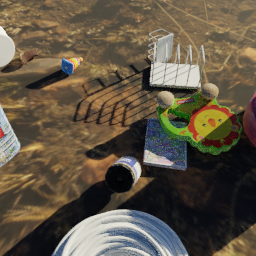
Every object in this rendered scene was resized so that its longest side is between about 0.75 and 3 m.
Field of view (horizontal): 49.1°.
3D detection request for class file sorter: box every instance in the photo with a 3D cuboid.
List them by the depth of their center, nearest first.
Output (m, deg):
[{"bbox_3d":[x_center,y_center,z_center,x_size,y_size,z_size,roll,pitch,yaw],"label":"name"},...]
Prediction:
[{"bbox_3d":[1.730,-2.264,10.016,1.798,1.119,1.248,4,49,4],"label":"file sorter"},{"bbox_3d":[1.219,-3.158,10.816,0.739,1.065,0.663,-29,54,-23],"label":"file sorter"}]

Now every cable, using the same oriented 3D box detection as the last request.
[{"bbox_3d":[-0.146,3.140,5.453,2.958,1.024,2.957,-20,53,-18],"label":"cable"}]

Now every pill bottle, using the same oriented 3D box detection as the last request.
[{"bbox_3d":[-0.060,1.103,7.006,0.718,0.718,1.283,13,9,11],"label":"pill bottle"},{"bbox_3d":[-5.678,-3.514,10.757,2.790,1.581,1.581,37,59,27],"label":"pill bottle"}]

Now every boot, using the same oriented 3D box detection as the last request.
[{"bbox_3d":[-3.870,-2.809,11.013,0.679,0.295,0.816,-17,48,-12],"label":"boot"}]

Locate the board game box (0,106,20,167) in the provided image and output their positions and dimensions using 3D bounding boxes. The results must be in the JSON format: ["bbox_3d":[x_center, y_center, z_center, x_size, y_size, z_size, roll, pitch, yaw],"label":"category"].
[{"bbox_3d":[-3.965,0.426,6.816,0.761,2.467,2.469,33,57,25],"label":"board game box"}]

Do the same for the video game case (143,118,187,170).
[{"bbox_3d":[1.124,0.429,8.306,1.209,0.152,1.689,8,50,3],"label":"video game case"}]

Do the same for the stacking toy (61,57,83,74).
[{"bbox_3d":[-2.058,-2.476,10.671,0.549,0.519,0.946,29,44,15],"label":"stacking toy"}]

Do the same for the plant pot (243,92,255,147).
[{"bbox_3d":[5.061,-0.763,7.732,2.950,2.640,2.950,0,49,0],"label":"plant pot"}]

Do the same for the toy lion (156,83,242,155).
[{"bbox_3d":[2.128,-0.193,8.401,2.264,0.777,2.170,-10,61,-4],"label":"toy lion"}]
